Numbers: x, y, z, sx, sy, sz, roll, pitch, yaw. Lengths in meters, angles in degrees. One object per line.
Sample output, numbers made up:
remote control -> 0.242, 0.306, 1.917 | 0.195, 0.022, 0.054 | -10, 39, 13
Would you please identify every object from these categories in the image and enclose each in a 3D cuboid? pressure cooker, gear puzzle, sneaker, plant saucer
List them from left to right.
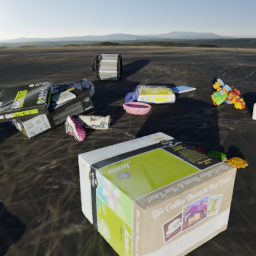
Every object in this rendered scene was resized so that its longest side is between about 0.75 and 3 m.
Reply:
sneaker -> -2.045, 0.130, 10.539 | 0.476, 0.565, 1.291 | 16, 27, -47
pressure cooker -> -1.576, -4.498, 20.714 | 2.220, 1.953, 1.983 | 1, 21, 5
plant saucer -> 0.434, -0.930, 13.367 | 1.345, 0.341, 1.345 | 5, 16, -1
gear puzzle -> 2.459, 0.894, 8.660 | 2.324, 0.304, 1.204 | 9, 22, 23

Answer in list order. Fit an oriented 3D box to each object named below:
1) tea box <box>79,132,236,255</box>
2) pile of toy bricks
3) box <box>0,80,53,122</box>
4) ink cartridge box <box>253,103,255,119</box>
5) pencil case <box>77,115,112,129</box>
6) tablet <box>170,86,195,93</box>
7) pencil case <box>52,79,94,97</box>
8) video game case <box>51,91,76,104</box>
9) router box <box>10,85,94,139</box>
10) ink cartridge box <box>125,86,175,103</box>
tea box -> 0.524, 1.317, 5.769 | 2.286, 1.528, 2.249 | -14, 24, -32
pile of toy bricks -> 4.944, -1.639, 14.673 | 1.137, 1.277, 2.302 | -38, 34, 7
box -> -3.990, -1.065, 10.793 | 2.000, 0.492, 2.071 | -8, 35, -3
ink cartridge box -> 6.544, -0.632, 12.115 | 1.274, 0.736, 1.745 | -15, 25, -35
pencil case -> -1.384, -0.259, 11.396 | 1.414, 0.550, 0.633 | 2, 32, 5
tablet -> 3.365, -2.466, 17.912 | 1.721, 0.118, 1.120 | -16, 25, -38
pencil case -> -3.312, -1.917, 14.971 | 2.892, 1.125, 1.294 | -17, 33, -37
video game case -> -2.583, -1.223, 11.113 | 0.765, 0.093, 0.841 | -27, 32, -24
router box -> -3.266, -0.795, 11.572 | 2.908, 0.759, 2.286 | -29, 32, -28
ink cartridge box -> 1.161, -1.931, 15.860 | 2.600, 0.611, 2.570 | 1, 21, -1
